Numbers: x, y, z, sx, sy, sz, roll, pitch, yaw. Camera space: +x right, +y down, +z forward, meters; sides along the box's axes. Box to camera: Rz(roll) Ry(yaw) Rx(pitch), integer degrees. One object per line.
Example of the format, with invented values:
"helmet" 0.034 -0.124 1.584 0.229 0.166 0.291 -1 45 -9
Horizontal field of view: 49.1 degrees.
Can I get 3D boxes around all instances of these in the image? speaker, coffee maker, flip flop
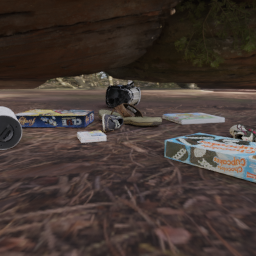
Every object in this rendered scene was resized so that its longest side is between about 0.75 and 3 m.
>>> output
"speaker" -3.555 -0.059 7.910 0.916 0.916 2.256 -5 12 -25
"coffee maker" -0.535 -1.923 17.395 2.185 1.532 2.275 -14 3 22
"flip flop" 0.051 -0.556 10.944 2.781 0.801 1.128 8 13 38

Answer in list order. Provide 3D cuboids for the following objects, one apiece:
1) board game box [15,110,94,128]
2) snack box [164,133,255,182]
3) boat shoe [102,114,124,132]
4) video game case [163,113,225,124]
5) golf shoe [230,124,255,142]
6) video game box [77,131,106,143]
"board game box" -2.809 -0.383 10.932 2.694 0.466 1.825 0 10 4
"snack box" 2.082 0.542 5.857 1.367 0.436 2.353 -9 13 -40
"boat shoe" -0.508 -0.208 9.660 0.512 0.593 1.632 -1 5 9
"video game case" 2.723 -0.424 11.868 1.971 0.217 1.794 -3 10 -17
"golf shoe" 3.239 0.154 8.148 0.487 0.427 1.105 -10 12 -13
"video game box" -1.077 0.247 8.225 0.725 0.186 0.795 -6 11 -17
